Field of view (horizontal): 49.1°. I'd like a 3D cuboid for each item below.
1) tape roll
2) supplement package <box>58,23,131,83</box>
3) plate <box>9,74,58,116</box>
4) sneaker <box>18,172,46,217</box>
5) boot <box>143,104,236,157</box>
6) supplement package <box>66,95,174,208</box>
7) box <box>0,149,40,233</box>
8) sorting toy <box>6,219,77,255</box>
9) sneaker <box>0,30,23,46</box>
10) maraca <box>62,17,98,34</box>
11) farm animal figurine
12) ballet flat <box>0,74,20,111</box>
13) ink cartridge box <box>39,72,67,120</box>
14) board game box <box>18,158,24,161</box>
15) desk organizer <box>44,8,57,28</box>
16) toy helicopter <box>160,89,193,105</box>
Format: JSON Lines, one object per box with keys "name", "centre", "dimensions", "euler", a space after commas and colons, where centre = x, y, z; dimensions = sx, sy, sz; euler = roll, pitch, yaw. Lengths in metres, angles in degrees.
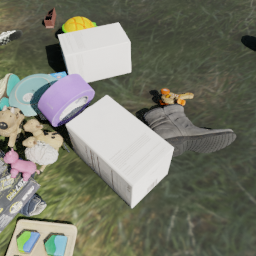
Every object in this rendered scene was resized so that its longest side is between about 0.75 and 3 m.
{"name": "tape roll", "centre": [-1.991, -0.899, 9.141], "dimensions": [1.752, 1.752, 0.744], "euler": [-40, 83, -24]}
{"name": "supplement package", "centre": [-1.309, -2.986, 11.348], "dimensions": [2.562, 1.534, 1.553], "euler": [-15, 51, -10]}
{"name": "plate", "centre": [-3.434, -1.308, 10.238], "dimensions": [1.968, 0.251, 1.968], "euler": [-2, 58, 4]}
{"name": "sneaker", "centre": [-2.892, 1.907, 8.540], "dimensions": [1.122, 0.590, 1.552], "euler": [9, 64, 19]}
{"name": "boot", "centre": [2.114, -0.107, 9.781], "dimensions": [2.919, 1.019, 1.921], "euler": [-5, 52, -8]}
{"name": "supplement package", "centre": [-0.281, 0.684, 8.754], "dimensions": [1.734, 1.713, 2.861], "euler": [-39, 64, -23]}
{"name": "box", "centre": [-4.157, 2.028, 8.084], "dimensions": [2.087, 0.636, 2.589], "euler": [31, 74, 27]}
{"name": "sorting toy", "centre": [-2.459, 3.544, 7.617], "dimensions": [1.810, 0.357, 1.955], "euler": [5, 56, 3]}
{"name": "sneaker", "centre": [-5.514, -4.306, 12.972], "dimensions": [1.207, 0.447, 0.534], "euler": [-32, 63, -21]}
{"name": "maraca", "centre": [-2.032, -4.481, 12.761], "dimensions": [1.440, 1.124, 2.101], "euler": [40, 44, 13]}
{"name": "farm animal figurine", "centre": [-3.282, 0.162, 8.552], "dimensions": [2.927, 2.363, 1.472], "euler": [25, 103, 19]}
{"name": "ballet flat", "centre": [-4.704, -0.986, 10.620], "dimensions": [0.795, 0.860, 2.551], "euler": [-18, 48, 21]}
{"name": "ink cartridge box", "centre": [-2.834, -1.237, 10.688], "dimensions": [1.221, 0.715, 1.690], "euler": [-11, 58, -7]}
{"name": "board game box", "centre": [-3.848, 1.476, 9.109], "dimensions": [1.189, 0.232, 0.940], "euler": [-23, 44, -11]}
{"name": "desk organizer", "centre": [-3.814, -5.425, 13.755], "dimensions": [0.398, 0.427, 1.109], "euler": [-1, 55, -1]}
{"name": "toy helicopter", "centre": [1.956, -1.153, 10.686], "dimensions": [1.418, 0.559, 0.938], "euler": [-12, 29, -27]}
